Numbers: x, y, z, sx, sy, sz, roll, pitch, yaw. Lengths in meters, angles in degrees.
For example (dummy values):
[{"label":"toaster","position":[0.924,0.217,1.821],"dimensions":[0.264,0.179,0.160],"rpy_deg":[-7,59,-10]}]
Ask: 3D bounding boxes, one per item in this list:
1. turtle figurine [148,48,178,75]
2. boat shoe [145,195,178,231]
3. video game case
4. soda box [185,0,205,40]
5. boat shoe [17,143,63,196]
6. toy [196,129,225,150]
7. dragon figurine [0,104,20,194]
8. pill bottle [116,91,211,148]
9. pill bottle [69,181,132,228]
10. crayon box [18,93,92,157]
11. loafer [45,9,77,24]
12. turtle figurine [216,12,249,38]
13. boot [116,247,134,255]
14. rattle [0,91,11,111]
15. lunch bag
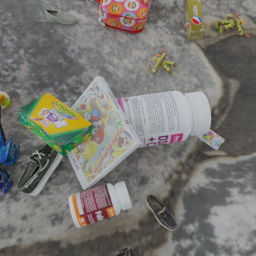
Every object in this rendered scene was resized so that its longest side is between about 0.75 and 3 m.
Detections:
[{"label":"turtle figurine","position":[1.354,-2.480,10.484],"dimensions":[0.968,0.387,1.200],"rpy_deg":[31,71,12]},{"label":"boat shoe","position":[1.001,2.512,8.373],"dimensions":[0.458,0.413,1.273],"rpy_deg":[-36,72,-14]},{"label":"video game case","position":[-1.061,0.209,8.450],"dimensions":[0.302,2.640,2.403],"rpy_deg":[-4,57,-51]},{"label":"soda box","position":[2.650,-4.331,11.185],"dimensions":[0.558,0.527,1.648],"rpy_deg":[0,67,-1]},{"label":"boat shoe","position":[-2.643,1.045,8.660],"dimensions":[0.748,0.673,2.115],"rpy_deg":[13,70,37]},{"label":"toy","position":[2.780,0.290,9.423],"dimensions":[0.864,0.204,0.497],"rpy_deg":[39,72,15]},{"label":"dragon figurine","position":[-3.989,0.720,8.907],"dimensions":[1.388,0.822,2.792],"rpy_deg":[11,68,5]},{"label":"pill bottle","position":[0.994,-0.295,8.891],"dimensions":[2.888,1.637,1.637],"rpy_deg":[-8,67,-4]},{"label":"pill bottle","position":[-0.796,2.199,8.212],"dimensions":[1.674,0.956,0.956],"rpy_deg":[-17,68,-6]},{"label":"crayon box","position":[-2.038,-0.138,7.881],"dimensions":[1.832,0.534,1.088],"rpy_deg":[34,49,19]},{"label":"loafer","position":[-2.730,-4.516,11.302],"dimensions":[1.305,0.455,0.456],"rpy_deg":[10,68,4]},{"label":"turtle figurine","position":[4.161,-4.094,11.127],"dimensions":[1.126,0.450,1.397],"rpy_deg":[-15,68,-6]},{"label":"boot","position":[0.412,4.356,7.296],"dimensions":[2.833,0.981,2.466],"rpy_deg":[-21,69,-6]},{"label":"rattle","position":[-4.708,-1.166,9.726],"dimensions":[0.766,0.841,1.177],"rpy_deg":[-40,78,2]},{"label":"lunch bag","position":[-0.210,-5.131,11.093],"dimensions":[2.219,1.032,2.519],"rpy_deg":[13,71,-2]}]
